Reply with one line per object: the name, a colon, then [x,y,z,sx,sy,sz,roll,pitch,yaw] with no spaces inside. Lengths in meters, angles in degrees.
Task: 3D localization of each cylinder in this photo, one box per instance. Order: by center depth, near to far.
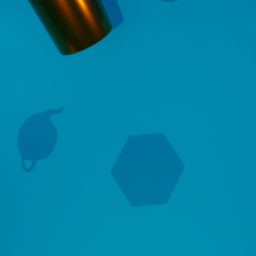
cylinder: [-0.931,-1.920,4.633,1.051,1.051,1.051,-30,122,-2]
